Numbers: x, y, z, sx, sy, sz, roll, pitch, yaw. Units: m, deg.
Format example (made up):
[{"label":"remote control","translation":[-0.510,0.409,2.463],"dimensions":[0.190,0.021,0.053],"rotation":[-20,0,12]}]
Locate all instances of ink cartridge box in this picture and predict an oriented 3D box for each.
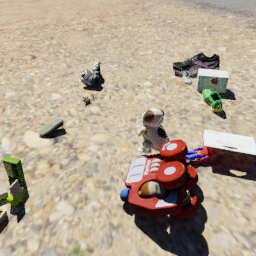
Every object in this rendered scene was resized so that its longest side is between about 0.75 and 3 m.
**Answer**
[{"label":"ink cartridge box","translation":[3.674,0.640,10.209],"dimensions":[1.838,0.400,1.595],"rotation":[10,24,14]}]

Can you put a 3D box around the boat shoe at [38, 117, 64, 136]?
[{"label":"boat shoe","translation":[-3.125,-0.002,11.495],"dimensions":[1.165,0.363,0.435],"rotation":[-36,53,-20]}]

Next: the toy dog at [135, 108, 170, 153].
[{"label":"toy dog","translation":[0.858,0.070,9.574],"dimensions":[1.025,1.468,1.424],"rotation":[-15,13,-30]}]

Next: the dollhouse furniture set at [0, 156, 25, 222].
[{"label":"dollhouse furniture set","translation":[-3.903,1.927,8.160],"dimensions":[1.172,0.905,2.345],"rotation":[10,36,15]}]

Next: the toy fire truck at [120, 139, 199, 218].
[{"label":"toy fire truck","translation":[0.887,1.602,8.466],"dimensions":[2.169,1.448,2.583],"rotation":[-15,28,22]}]

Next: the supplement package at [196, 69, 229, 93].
[{"label":"supplement package","translation":[4.381,-2.466,14.608],"dimensions":[1.488,0.902,0.891],"rotation":[6,35,9]}]

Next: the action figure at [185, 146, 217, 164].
[{"label":"action figure","translation":[2.367,0.967,9.990],"dimensions":[1.847,0.477,0.604],"rotation":[-4,40,-15]}]

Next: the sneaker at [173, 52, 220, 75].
[{"label":"sneaker","translation":[3.999,-3.869,16.379],"dimensions":[2.845,1.228,1.143],"rotation":[-3,33,-3]}]

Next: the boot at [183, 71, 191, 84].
[{"label":"boot","translation":[3.275,-2.827,15.527],"dimensions":[0.354,0.460,0.962],"rotation":[-5,35,-7]}]

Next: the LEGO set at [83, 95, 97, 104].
[{"label":"LEGO set","translation":[-1.908,-1.359,13.652],"dimensions":[0.893,0.253,0.580],"rotation":[-14,37,-41]}]

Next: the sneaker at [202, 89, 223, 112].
[{"label":"sneaker","translation":[4.056,-1.434,13.233],"dimensions":[0.656,0.741,1.772],"rotation":[-6,34,-7]}]

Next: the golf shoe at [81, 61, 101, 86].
[{"label":"golf shoe","translation":[-2.051,-3.108,15.595],"dimensions":[1.060,0.872,2.243],"rotation":[1,33,1]}]
